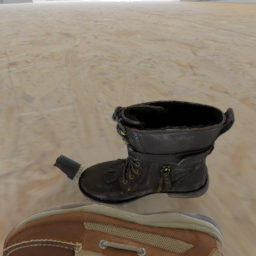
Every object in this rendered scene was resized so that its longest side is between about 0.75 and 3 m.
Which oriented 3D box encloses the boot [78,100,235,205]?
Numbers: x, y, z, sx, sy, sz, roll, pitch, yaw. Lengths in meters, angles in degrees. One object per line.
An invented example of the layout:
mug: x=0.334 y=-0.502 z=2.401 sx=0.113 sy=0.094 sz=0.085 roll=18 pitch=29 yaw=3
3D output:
boot: x=0.161 y=0.368 z=4.163 sx=2.517 sy=2.192 sz=0.872 roll=-6 pitch=57 yaw=11

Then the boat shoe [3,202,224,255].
boat shoe: x=-0.185 y=1.623 z=3.429 sx=2.846 sy=1.077 sz=1.022 roll=-2 pitch=35 yaw=3

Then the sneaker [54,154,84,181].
sneaker: x=-1.099 y=0.709 z=5.196 sx=0.496 sy=0.934 sz=0.349 roll=33 pitch=70 yaw=-5
